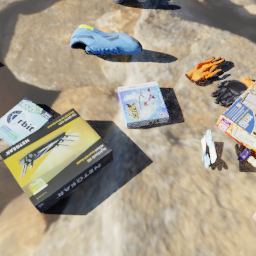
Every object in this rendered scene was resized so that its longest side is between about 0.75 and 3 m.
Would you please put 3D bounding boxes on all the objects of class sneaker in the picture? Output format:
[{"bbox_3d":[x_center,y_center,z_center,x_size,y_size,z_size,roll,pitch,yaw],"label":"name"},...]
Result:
[{"bbox_3d":[-0.809,-2.878,9.978,2.614,0.862,1.025,17,67,12],"label":"sneaker"}]

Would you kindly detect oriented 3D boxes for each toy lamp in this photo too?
[{"bbox_3d":[3.811,1.231,7.464,0.519,0.519,1.783,-40,66,-23],"label":"toy lamp"}]

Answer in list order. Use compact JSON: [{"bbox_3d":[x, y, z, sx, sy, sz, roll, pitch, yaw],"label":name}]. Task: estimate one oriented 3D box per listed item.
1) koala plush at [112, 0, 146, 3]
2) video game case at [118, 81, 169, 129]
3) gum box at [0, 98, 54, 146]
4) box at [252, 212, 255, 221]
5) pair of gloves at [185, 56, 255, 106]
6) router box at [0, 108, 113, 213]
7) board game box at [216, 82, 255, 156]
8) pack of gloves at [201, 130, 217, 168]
[{"bbox_3d":[0.076,-5.889,11.834,1.458,1.340,1.293,-4,59,-28],"label":"koala plush"},{"bbox_3d":[0.453,-0.763,8.857,1.330,0.334,1.468,-10,58,-6],"label":"video game case"},{"bbox_3d":[-3.155,-0.109,8.443,1.204,0.316,1.417,31,62,18],"label":"gum box"},{"bbox_3d":[3.772,1.897,6.351,0.892,1.638,1.047,-39,65,-22],"label":"box"},{"bbox_3d":[3.119,-1.617,9.474,1.768,0.245,1.984,-31,65,-20],"label":"pair of gloves"},{"bbox_3d":[-1.913,0.790,7.661,2.406,0.628,1.892,-36,64,-21],"label":"router box"},{"bbox_3d":[4.368,0.022,8.062,2.157,0.659,2.848,-39,68,-22],"label":"board game box"},{"bbox_3d":[2.144,0.569,7.703,0.191,0.815,0.970,1,57,-3],"label":"pack of gloves"}]
